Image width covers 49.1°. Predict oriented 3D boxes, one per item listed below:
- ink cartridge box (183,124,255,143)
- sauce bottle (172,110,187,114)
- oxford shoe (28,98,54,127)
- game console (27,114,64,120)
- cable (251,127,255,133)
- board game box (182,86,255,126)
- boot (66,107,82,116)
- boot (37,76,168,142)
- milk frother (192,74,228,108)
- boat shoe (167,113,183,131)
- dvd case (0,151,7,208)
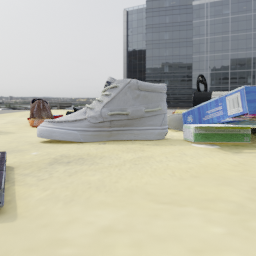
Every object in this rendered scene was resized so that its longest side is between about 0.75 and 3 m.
[{"bbox_3d":[1.854,0.110,5.496,1.180,0.389,1.622,0,3,-3],"label":"ink cartridge box"},{"bbox_3d":[2.596,-0.383,10.876,1.807,0.597,0.597,6,7,34],"label":"sauce bottle"},{"bbox_3d":[-3.316,-0.628,10.823,1.004,1.027,2.817,-2,5,-21],"label":"oxford shoe"},{"bbox_3d":[-4.345,-0.573,14.928,1.546,0.271,1.748,0,4,0],"label":"game console"},{"bbox_3d":[3.715,-0.024,7.128,0.797,0.413,1.642,-6,7,-24],"label":"cable"},{"bbox_3d":[3.263,-0.421,6.897,2.889,0.630,2.903,-4,-6,-13],"label":"board game box"},{"bbox_3d":[-1.838,-0.675,13.304,1.853,0.708,1.557,-13,16,-42],"label":"boot"},{"bbox_3d":[-0.513,-0.435,6.205,2.901,1.387,1.067,-1,5,-15],"label":"boot"},{"bbox_3d":[5.173,-1.882,16.242,2.549,2.710,2.446,2,1,22],"label":"milk frother"},{"bbox_3d":[1.787,-0.208,8.443,1.464,0.526,0.436,-2,8,-1],"label":"boat shoe"},{"bbox_3d":[-2.325,0.484,2.307,2.426,0.194,1.804,-2,5,-23],"label":"dvd case"}]
